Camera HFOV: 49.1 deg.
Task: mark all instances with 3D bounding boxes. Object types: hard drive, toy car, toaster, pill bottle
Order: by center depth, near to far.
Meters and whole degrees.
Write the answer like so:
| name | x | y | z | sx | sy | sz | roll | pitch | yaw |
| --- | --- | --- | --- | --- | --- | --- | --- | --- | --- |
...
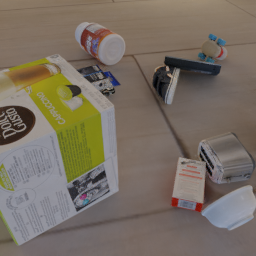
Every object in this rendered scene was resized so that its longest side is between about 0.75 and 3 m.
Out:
| name | x | y | z | sx | sy | sz | roll | pitch | yaw |
| --- | --- | --- | --- | --- | --- | --- | --- | --- | --- |
| toaster | 2.538 | 0.760 | 7.460 | 1.000 | 0.880 | 1.548 | -11 | 46 | -9 |
| hard drive | 2.507 | -2.431 | 10.981 | 2.080 | 0.342 | 1.452 | 12 | 9 | 11 |
| toy car | 3.908 | -3.363 | 12.322 | 1.182 | 1.089 | 1.045 | 6 | 31 | -40 |
| pill bottle | -1.319 | -3.817 | 12.376 | 1.342 | 1.342 | 2.392 | -27 | 47 | -27 |

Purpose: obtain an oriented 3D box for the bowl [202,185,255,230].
| name | x | y | z | sx | sy | sz | roll | pitch | yaw |
| --- | --- | --- | --- | --- | --- | --- | --- | --- | --- |
| bowl | 2.205 | 1.752 | 5.854 | 1.222 | 1.222 | 0.549 | -16 | 58 | -17 |

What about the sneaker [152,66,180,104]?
| name | x | y | z | sx | sy | sz | roll | pitch | yaw |
| --- | --- | --- | --- | --- | --- | --- | --- | --- | --- |
| sneaker | 1.310 | -1.600 | 10.159 | 0.934 | 0.922 | 2.351 | 13 | 31 | 7 |

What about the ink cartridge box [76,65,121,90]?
| name | x | y | z | sx | sy | sz | roll | pitch | yaw |
| --- | --- | --- | --- | --- | --- | --- | --- | --- | --- |
| ink cartridge box | -1.640 | -1.835 | 10.760 | 2.508 | 0.492 | 1.247 | -18 | 43 | -21 |

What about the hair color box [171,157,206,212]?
| name | x | y | z | sx | sy | sz | roll | pitch | yaw |
| --- | --- | --- | --- | --- | --- | --- | --- | --- | --- |
| hair color box | 1.548 | 1.398 | 7.085 | 0.732 | 0.422 | 1.319 | 10 | 43 | 12 |

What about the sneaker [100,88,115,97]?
| name | x | y | z | sx | sy | sz | roll | pitch | yaw |
| --- | --- | --- | --- | --- | --- | --- | --- | --- | --- |
| sneaker | -0.789 | -1.292 | 10.163 | 0.315 | 0.290 | 0.787 | 2 | 12 | 30 |

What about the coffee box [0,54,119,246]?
| name | x | y | z | sx | sy | sz | roll | pitch | yaw |
| --- | --- | --- | --- | --- | --- | --- | --- | --- | --- |
| coffee box | -2.065 | 0.360 | 6.506 | 2.684 | 2.714 | 2.710 | -25 | 47 | -26 |
